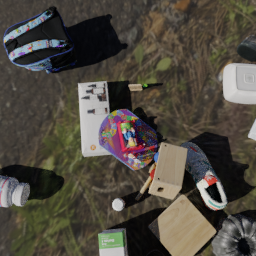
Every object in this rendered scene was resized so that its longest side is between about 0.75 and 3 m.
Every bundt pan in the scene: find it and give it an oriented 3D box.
[{"bbox_3d":[4.067,4.102,9.791,2.092,0.785,2.092,0,75,-1],"label":"bundt pan"}]

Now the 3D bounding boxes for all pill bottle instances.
[{"bbox_3d":[-4.674,2.263,10.151,1.966,1.069,1.069,10,75,2],"label":"pill bottle"},{"bbox_3d":[-0.334,2.773,10.142,0.441,0.796,0.441,0,75,1],"label":"pill bottle"}]

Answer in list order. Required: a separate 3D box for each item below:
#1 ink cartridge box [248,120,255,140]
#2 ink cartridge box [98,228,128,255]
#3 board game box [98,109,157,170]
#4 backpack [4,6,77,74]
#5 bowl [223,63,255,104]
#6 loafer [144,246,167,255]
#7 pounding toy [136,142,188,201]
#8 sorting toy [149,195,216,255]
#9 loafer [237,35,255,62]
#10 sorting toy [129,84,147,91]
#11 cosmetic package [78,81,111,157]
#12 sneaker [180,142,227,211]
[{"bbox_3d":[6.487,-0.377,10.434,2.923,0.593,2.917,24,75,21],"label":"ink cartridge box"},{"bbox_3d":[-0.420,4.475,9.312,0.851,1.475,2.019,-6,74,1],"label":"ink cartridge box"},{"bbox_3d":[0.129,0.330,10.579,2.425,0.472,1.916,38,64,-7],"label":"board game box"},{"bbox_3d":[-3.558,-3.318,11.384,2.493,1.677,2.276,-24,76,-8],"label":"backpack"},{"bbox_3d":[4.892,-1.911,11.546,1.747,0.652,1.745,5,75,0],"label":"bowl"},{"bbox_3d":[1.308,5.102,9.489,0.823,0.805,2.255,-30,76,-8],"label":"loafer"},{"bbox_3d":[1.184,1.717,10.108,1.330,1.871,1.723,14,61,4],"label":"pounding toy"},{"bbox_3d":[1.900,3.599,10.020,1.706,0.594,1.696,-40,79,-10],"label":"sorting toy"},{"bbox_3d":[5.992,-3.024,11.710,2.697,0.982,0.975,36,73,8],"label":"loafer"},{"bbox_3d":[0.435,-1.686,11.462,0.757,0.560,0.111,-2,77,7],"label":"sorting toy"},{"bbox_3d":[-1.282,-0.375,11.065,1.187,0.728,2.877,-6,75,-1],"label":"cosmetic package"},{"bbox_3d":[2.810,1.661,10.198,0.972,1.291,2.761,-23,76,-6],"label":"sneaker"}]
